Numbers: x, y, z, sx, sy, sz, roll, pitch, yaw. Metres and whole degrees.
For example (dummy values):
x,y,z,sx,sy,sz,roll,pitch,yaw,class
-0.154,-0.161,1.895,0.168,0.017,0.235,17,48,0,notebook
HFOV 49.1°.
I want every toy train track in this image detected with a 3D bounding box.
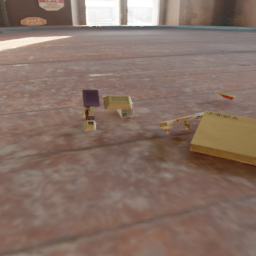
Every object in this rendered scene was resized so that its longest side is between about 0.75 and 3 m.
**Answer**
x,y,z,sx,sy,sz,roll,pitch,yaw,class
1.749,-0.163,8.525,1.300,0.369,2.267,-11,3,44,toy train track

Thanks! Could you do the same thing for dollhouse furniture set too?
x,y,z,sx,sy,sz,roll,pitch,yaw,class
-0.702,-0.403,9.122,1.629,1.156,1.291,-2,69,-17,dollhouse furniture set

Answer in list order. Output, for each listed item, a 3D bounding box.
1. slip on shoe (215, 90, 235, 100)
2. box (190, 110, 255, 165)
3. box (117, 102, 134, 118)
x,y,z,sx,sy,sz,roll,pitch,yaw,class
3.783,-1.281,10.983,0.775,0.237,0.287,20,33,15,slip on shoe
3.152,0.269,7.520,2.582,0.275,2.111,13,32,20,box
-0.119,-0.746,9.758,0.429,0.476,0.847,-8,25,-11,box
